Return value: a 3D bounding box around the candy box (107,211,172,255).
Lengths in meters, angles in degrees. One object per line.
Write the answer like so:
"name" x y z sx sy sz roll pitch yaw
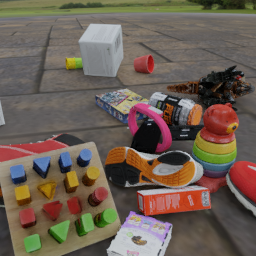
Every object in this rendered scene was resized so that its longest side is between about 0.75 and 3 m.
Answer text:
"candy box" 0.187 1.688 4.107 0.699 0.298 0.833 12 29 22

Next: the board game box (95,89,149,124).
"board game box" -0.077 -0.745 8.889 1.245 0.318 1.837 -16 31 -28

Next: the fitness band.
"fitness band" 0.474 -0.014 6.642 0.271 1.041 1.450 -22 34 -30

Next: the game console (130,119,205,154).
"game console" 0.945 0.175 6.491 1.759 0.212 1.038 -2 42 28

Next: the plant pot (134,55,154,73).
"plant pot" 0.701 -2.877 12.670 0.735 0.831 0.831 2 25 28

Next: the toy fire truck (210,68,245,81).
"toy fire truck" 3.817 -1.931 10.926 1.132 0.728 0.996 -23 34 -18

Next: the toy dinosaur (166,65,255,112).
"toy dinosaur" 2.777 -1.193 9.177 2.808 1.434 1.906 -20 13 0

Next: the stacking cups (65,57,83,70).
"stacking cups" -1.990 -3.098 13.349 1.875 0.567 0.567 -7 28 -19

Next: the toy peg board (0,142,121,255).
"toy peg board" -0.953 0.980 4.071 1.561 0.763 1.554 -12 71 -23

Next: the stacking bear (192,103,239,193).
"stacking bear" 1.714 0.303 5.425 0.954 1.570 0.893 -11 29 -21

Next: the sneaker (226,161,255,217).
"sneaker" 2.992 1.054 4.303 1.127 1.243 2.927 -24 35 -38

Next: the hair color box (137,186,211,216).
"hair color box" 0.753 1.208 4.725 1.111 0.340 0.564 -4 -5 -10

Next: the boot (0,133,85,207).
"boot" -2.212 0.581 5.612 2.757 0.998 1.989 12 28 6

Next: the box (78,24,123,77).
"box" -1.111 -3.373 12.166 1.459 1.703 1.695 6 45 10

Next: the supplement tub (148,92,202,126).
"supplement tub" 1.280 -0.464 7.751 1.370 0.839 0.839 18 32 32

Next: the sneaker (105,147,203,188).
"sneaker" 0.479 0.839 5.501 2.049 0.776 0.943 2 -12 36

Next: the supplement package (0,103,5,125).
"supplement package" -4.295 -0.628 7.532 1.383 1.322 1.017 -24 35 -38
